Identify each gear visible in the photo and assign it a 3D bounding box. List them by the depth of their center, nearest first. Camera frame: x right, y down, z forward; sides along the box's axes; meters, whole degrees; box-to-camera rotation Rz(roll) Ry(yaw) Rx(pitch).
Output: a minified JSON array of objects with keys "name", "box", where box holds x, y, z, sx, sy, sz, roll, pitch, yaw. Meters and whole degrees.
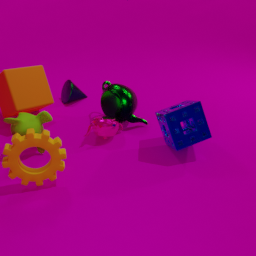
[{"name":"gear","box":[-2.125,0.686,6.411,1.367,1.367,0.253,-8,26,-12]}]

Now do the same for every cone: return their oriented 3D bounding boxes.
[{"name":"cone","box":[-1.916,-1.275,10.578,0.912,0.908,0.908,11,22,-36]}]

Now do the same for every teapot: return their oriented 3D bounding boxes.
[{"name":"teapot","box":[-0.712,0.008,8.331,1.359,0.665,0.845,-5,13,-35]},{"name":"teapot","box":[-0.183,-0.784,9.072,1.005,1.276,2.053,-22,66,-46]}]

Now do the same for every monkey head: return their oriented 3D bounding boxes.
[{"name":"monkey head","box":[-2.581,0.003,7.552,1.023,1.421,0.857,-21,38,24]}]

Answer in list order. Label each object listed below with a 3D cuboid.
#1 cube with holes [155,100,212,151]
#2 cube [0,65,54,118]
[{"name":"cube with holes","box":[1.482,-0.102,7.668,1.016,1.016,1.016,-21,9,-5]},{"name":"cube","box":[-3.398,-1.164,9.055,1.281,1.281,1.281,-20,5,-41]}]
